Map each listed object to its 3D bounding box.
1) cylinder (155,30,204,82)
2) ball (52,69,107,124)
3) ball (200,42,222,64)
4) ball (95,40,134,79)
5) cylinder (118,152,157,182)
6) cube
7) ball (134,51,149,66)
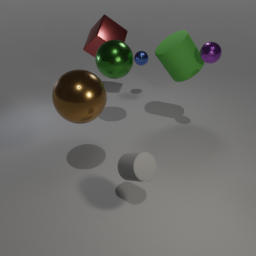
[{"bbox_3d":[1.979,-2.735,10.715,1.400,1.400,1.400,-31,30,20],"label":"cylinder"},{"bbox_3d":[-1.249,-0.808,7.273,1.400,1.400,1.400,0,29,0],"label":"ball"},{"bbox_3d":[2.735,-2.489,9.271,0.700,0.700,0.700,0,29,0],"label":"ball"},{"bbox_3d":[-0.491,-2.502,10.247,1.400,1.400,1.400,0,29,0],"label":"ball"},{"bbox_3d":[0.216,0.947,6.844,0.700,0.700,0.700,-23,8,-35],"label":"cylinder"},{"bbox_3d":[-1.079,-4.203,13.442,1.400,1.400,1.400,28,61,-27],"label":"cube"},{"bbox_3d":[0.644,-3.371,13.536,0.700,0.700,0.700,0,29,0],"label":"ball"}]
